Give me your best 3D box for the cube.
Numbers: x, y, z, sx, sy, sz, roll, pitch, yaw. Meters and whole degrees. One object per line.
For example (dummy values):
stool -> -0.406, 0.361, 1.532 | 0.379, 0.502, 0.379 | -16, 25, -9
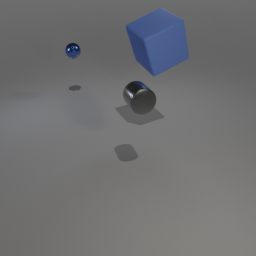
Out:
cube -> 0.972, -2.836, 9.215 | 1.400, 1.400, 1.400 | -29, 45, -7

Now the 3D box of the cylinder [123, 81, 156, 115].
cylinder -> 0.293, -0.800, 7.335 | 0.700, 0.700, 0.700 | -9, 29, -16

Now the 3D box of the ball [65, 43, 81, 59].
ball -> -2.513, -3.535, 12.817 | 0.700, 0.700, 0.700 | 0, 31, 0
